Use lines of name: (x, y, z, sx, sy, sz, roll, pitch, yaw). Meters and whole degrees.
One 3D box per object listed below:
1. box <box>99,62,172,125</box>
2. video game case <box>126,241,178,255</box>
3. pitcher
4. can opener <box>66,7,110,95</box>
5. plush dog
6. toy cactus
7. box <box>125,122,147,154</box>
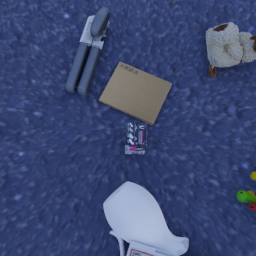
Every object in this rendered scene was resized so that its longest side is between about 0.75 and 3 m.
box: (0.239, -1.096, 8.655, 1.830, 0.195, 1.496, 24, 74, 7)
video game case: (0.957, 3.658, 6.607, 2.261, 0.197, 1.617, 16, 111, 5)
pitcher: (0.178, 2.576, 7.011, 1.792, 1.267, 2.089, -41, 87, 1)
can opener: (-1.268, -2.438, 8.767, 0.753, 0.951, 2.861, 14, 77, 4)
plush dog: (3.306, -2.377, 8.478, 1.666, 1.940, 1.556, -3, 105, 9)
toy cactus: (4.111, 1.981, 7.298, 2.308, 1.180, 1.905, -7, 81, -11)
box: (0.213, 0.309, 7.755, 0.591, 1.031, 0.681, 1, 72, 0)
